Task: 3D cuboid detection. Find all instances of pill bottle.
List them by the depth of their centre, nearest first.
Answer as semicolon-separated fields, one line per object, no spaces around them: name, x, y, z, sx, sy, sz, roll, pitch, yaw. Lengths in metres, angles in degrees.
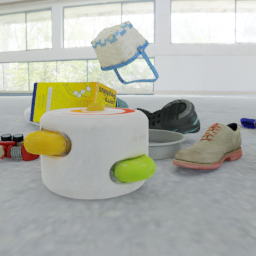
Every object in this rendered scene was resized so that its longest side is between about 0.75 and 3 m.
pill bottle;-4.044;-0.567;12.315;0.808;0.808;1.414;-6;11;-36

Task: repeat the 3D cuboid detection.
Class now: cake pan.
cake pan;0.365;0.388;7.257;2.251;0.413;2.251;0;9;0

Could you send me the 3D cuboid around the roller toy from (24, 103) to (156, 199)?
roller toy;-0.580;0.264;4.804;1.984;1.387;1.810;0;9;-2

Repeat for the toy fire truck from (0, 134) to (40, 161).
toy fire truck;-2.517;0.469;6.229;0.957;0.699;1.087;0;20;-4

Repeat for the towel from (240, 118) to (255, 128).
towel;5.114;-0.169;11.528;0.940;0.316;1.274;10;11;19

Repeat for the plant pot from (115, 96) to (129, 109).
plant pot;-0.706;-0.943;13.314;1.342;1.342;1.314;5;-3;30

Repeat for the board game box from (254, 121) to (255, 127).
board game box;5.539;-0.555;9.507;1.629;0.559;1.971;11;52;50

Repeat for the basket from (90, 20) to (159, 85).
basket;-0.083;-3.031;11.960;2.382;2.702;1.879;4;43;46

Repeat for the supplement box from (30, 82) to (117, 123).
supplement box;-2.086;-0.860;10.778;2.863;1.568;1.558;4;-4;24

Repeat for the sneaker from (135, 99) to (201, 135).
sneaker;0.876;-0.028;8.817;2.876;1.084;1.140;-8;-37;36

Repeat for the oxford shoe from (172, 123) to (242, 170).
oxford shoe;1.734;0.332;6.039;0.832;0.883;2.362;7;11;41
